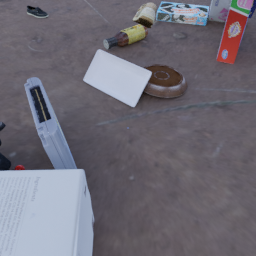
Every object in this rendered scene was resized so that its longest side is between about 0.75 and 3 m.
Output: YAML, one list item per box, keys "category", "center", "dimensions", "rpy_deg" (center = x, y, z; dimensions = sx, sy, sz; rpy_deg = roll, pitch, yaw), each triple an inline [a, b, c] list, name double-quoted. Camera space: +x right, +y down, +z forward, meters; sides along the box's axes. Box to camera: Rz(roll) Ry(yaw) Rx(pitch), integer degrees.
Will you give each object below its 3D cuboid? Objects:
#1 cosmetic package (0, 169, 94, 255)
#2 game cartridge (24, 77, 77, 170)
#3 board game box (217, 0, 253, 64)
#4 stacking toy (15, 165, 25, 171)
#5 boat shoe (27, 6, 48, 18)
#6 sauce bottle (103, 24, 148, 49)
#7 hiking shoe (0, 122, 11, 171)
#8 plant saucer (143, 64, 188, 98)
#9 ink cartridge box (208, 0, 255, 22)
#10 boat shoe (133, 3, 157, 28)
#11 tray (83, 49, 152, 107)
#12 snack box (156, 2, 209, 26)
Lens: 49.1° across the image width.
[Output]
- category: "cosmetic package"
  center: [-1.605, 1.759, 4.372]
  dimensions: [1.964, 1.619, 1.620]
  rpy_deg: [-2, 45, 0]
- category: "game cartridge"
  center: [-1.680, 0.031, 6.136]
  dimensions: [0.465, 1.532, 2.298]
  rpy_deg: [-20, 42, -14]
- category: "board game box"
  center: [3.717, -3.956, 9.164]
  dimensions: [0.593, 2.941, 2.250]
  rpy_deg: [17, 48, 17]
- category: "stacking toy"
  center: [-2.476, 1.101, 5.984]
  dimensions: [0.337, 0.337, 0.789]
  rpy_deg: [9, 41, 9]
- category: "boat shoe"
  center: [-3.929, -5.052, 12.080]
  dimensions: [1.101, 0.365, 0.411]
  rpy_deg: [25, 50, 23]
- category: "sauce bottle"
  center: [-0.081, -3.306, 10.189]
  dimensions: [1.738, 0.574, 0.574]
  rpy_deg: [-28, 52, -27]
- category: "hiking shoe"
  center: [-2.960, 1.022, 5.174]
  dimensions: [1.472, 1.107, 2.923]
  rpy_deg: [-32, 46, 11]
- category: "plant saucer"
  center: [1.004, -1.504, 8.479]
  dimensions: [1.665, 0.267, 1.665]
  rpy_deg: [4, 42, -3]
- category: "ink cartridge box"
  center: [4.085, -4.671, 10.875]
  dimensions: [1.736, 1.705, 0.376]
  rpy_deg: [11, 82, 11]
- category: "boat shoe"
  center: [0.521, -3.251, 8.064]
  dimensions: [0.580, 0.523, 1.609]
  rpy_deg: [21, 12, -10]
- category: "tray"
  center: [-0.330, -1.489, 8.293]
  dimensions: [2.065, 0.229, 1.109]
  rpy_deg: [30, 97, 27]
- category: "snack box"
  center: [2.331, -4.875, 11.889]
  dimensions: [2.075, 0.385, 1.205]
  rpy_deg: [11, 46, 10]
